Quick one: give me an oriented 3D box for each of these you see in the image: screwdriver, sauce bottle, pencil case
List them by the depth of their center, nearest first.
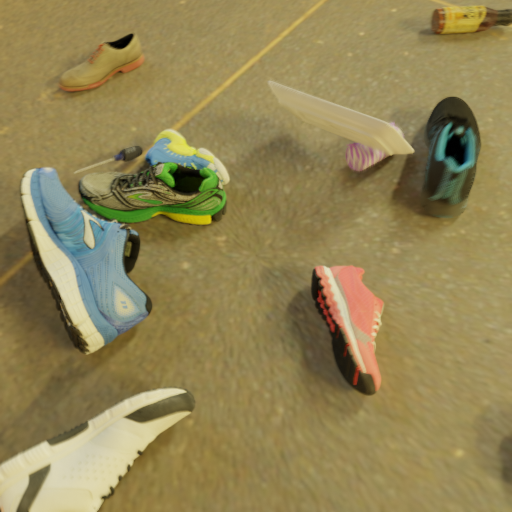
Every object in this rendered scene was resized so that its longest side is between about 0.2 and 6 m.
[{"bbox_3d":[-2.800,-1.831,10.611,1.778,0.248,0.259,-30,92,-52],"label":"screwdriver"},{"bbox_3d":[2.350,-2.154,11.037,1.345,0.575,0.564,-33,31,-31],"label":"pencil case"},{"bbox_3d":[5.324,-5.841,13.795,1.926,0.636,0.636,-6,55,-4],"label":"sauce bottle"}]

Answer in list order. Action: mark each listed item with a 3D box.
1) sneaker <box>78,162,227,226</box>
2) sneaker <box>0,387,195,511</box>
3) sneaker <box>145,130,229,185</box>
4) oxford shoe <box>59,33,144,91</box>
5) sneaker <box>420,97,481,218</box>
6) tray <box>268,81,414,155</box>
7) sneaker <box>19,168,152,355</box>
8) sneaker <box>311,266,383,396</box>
[{"bbox_3d":[-1.902,-1.304,10.199,2.711,1.155,1.058,1,54,1],"label":"sneaker"},{"bbox_3d":[-2.039,2.735,7.532,2.843,1.048,1.137,-27,72,-13],"label":"sneaker"},{"bbox_3d":[-1.415,-1.675,10.836,1.896,0.718,0.996,35,73,31],"label":"sneaker"},{"bbox_3d":[-3.562,-4.425,12.661,2.107,0.788,0.742,-36,62,-23],"label":"oxford shoe"},{"bbox_3d":[3.873,-2.184,10.766,1.124,1.258,3.071,9,54,8],"label":"sneaker"},{"bbox_3d":[1.495,-2.476,10.334,2.701,1.450,0.300,30,96,31],"label":"tray"},{"bbox_3d":[-2.848,-0.117,9.398,1.602,1.411,3.593,-21,63,-26],"label":"sneaker"},{"bbox_3d":[1.614,1.016,8.722,0.993,0.844,2.289,-11,55,-9],"label":"sneaker"}]
